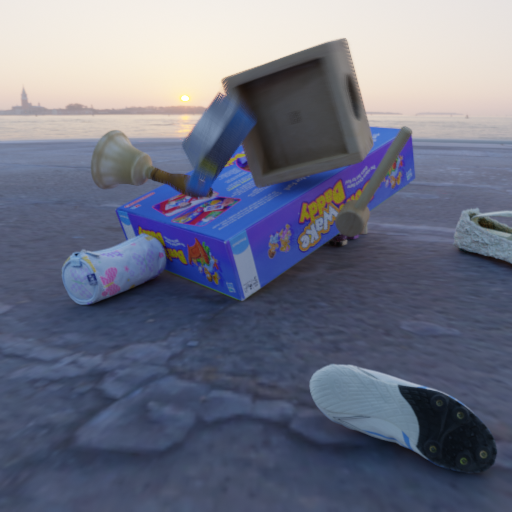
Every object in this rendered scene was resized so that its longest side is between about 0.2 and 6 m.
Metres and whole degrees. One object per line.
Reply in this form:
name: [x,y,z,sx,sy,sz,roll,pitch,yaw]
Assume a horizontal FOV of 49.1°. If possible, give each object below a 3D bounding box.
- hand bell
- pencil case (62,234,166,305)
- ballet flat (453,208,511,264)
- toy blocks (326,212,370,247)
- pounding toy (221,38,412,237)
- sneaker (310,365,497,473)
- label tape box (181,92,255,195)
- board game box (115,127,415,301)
hand bell: [-1.522,-1.273,8.789,1.901,0.990,0.990,19,21,20]
pencil case: [-2.126,0.172,8.532,0.706,0.771,1.699,-17,3,32]
ballet flat: [4.684,-0.277,9.916,1.028,1.028,2.864,-9,18,-30]
toy blocks: [1.553,-1.078,12.003,1.496,1.347,1.600,9,18,31]
pounding toy: [1.173,-1.742,8.472,2.417,2.751,1.259,-11,18,25]
sneaker: [1.228,1.345,4.775,1.596,0.573,0.578,18,-10,28]
label tape box: [-0.616,-1.520,7.738,0.401,1.266,0.913,38,7,12]
board game box: [0.261,-1.134,10.162,4.585,1.026,3.083,-33,33,-32]
